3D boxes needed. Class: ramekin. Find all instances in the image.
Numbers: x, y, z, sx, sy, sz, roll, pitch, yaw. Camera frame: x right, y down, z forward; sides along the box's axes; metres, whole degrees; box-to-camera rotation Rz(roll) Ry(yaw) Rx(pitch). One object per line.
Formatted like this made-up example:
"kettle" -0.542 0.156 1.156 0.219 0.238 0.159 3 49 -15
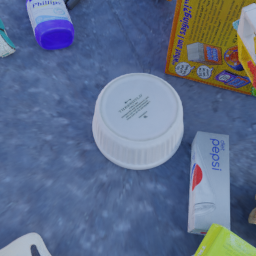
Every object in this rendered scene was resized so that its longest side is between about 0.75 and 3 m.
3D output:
"ramekin" 0.253 -0.264 6.752 2.353 1.096 2.353 0 64 0

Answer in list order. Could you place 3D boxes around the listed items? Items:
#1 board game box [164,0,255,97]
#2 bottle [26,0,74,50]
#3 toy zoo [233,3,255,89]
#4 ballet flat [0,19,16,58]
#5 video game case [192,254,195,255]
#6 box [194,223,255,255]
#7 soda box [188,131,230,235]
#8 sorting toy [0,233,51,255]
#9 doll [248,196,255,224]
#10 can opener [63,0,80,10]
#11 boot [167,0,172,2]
"board game box" 2.836 -3.038 7.102 2.947 2.949 2.948 16 64 8
"bottle" -2.485 -3.630 8.550 1.140 0.891 2.728 -14 63 -17
"toy zoo" 1.540 -0.715 3.174 0.146 0.938 1.430 -20 62 10
"ballet flat" -3.963 -2.805 8.358 0.641 0.641 1.786 -28 66 -13
"video game case" 1.006 3.374 5.455 1.698 0.151 1.216 -22 65 -11
"box" 1.580 3.247 4.884 1.592 0.622 2.611 33 80 7
"soda box" 1.794 1.212 6.233 0.751 0.698 2.200 8 64 4
"sorting toy" -2.066 3.092 5.154 2.178 1.163 1.960 38 61 18
"doll" 3.955 2.348 5.658 2.898 0.702 1.978 29 59 7
"can opener" -1.460 -4.615 9.313 0.469 0.592 1.781 35 77 18
"boot" 0.433 -4.814 9.312 1.636 0.804 2.285 -16 61 -2
